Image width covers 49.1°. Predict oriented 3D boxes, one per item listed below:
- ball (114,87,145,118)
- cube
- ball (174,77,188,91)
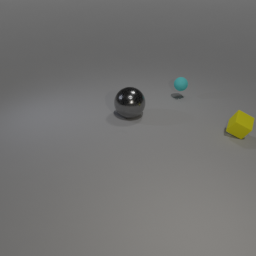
[{"bbox_3d":[0.078,-1.126,12.468,1.400,1.400,1.400,0,29,0],"label":"ball"},{"bbox_3d":[4.379,-0.130,10.932,0.700,0.700,0.700,29,54,1],"label":"cube"},{"bbox_3d":[2.673,-2.219,14.163,0.700,0.700,0.700,0,29,0],"label":"ball"}]
